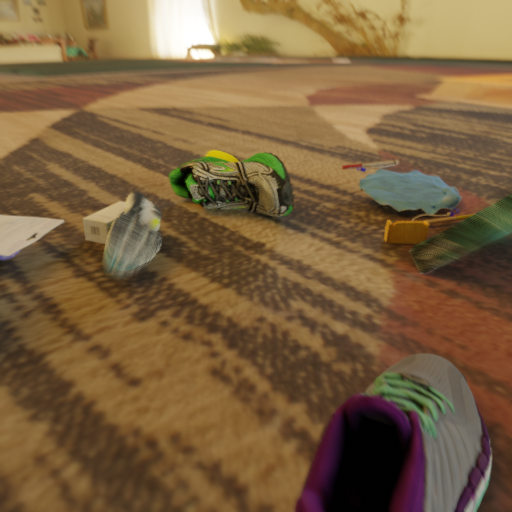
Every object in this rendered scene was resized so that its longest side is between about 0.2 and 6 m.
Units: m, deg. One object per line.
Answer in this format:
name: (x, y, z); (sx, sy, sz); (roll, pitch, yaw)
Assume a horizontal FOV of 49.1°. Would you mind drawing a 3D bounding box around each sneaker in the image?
sneaker: (-2.140, -0.283, 9.574); (0.857, 0.880, 2.210); (35, 20, -16)
sneaker: (1.266, 1.517, 4.617); (1.331, 1.566, 3.578); (11, 27, 24)
sneaker: (-0.539, -1.359, 11.666); (1.447, 1.326, 3.398); (-28, 27, -34)

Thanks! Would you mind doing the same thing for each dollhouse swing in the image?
dollhouse swing: (2.780, -0.570, 10.471); (0.723, 0.657, 0.636); (1, 44, 4)

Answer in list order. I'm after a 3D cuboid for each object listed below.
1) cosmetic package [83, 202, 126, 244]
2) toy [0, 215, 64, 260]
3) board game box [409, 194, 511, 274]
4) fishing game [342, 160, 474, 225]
cosmetic package: (-2.716, -0.653, 10.753); (0.593, 0.467, 1.102); (11, 26, 25)
toy: (-4.813, -0.236, 9.676); (2.597, 0.613, 1.495); (8, 28, 15)
board game box: (4.536, -0.787, 9.299); (3.588, 0.505, 2.427); (-19, -12, -35)
fishing game: (3.377, -1.385, 12.444); (2.237, 0.486, 3.123); (-11, 34, -22)
